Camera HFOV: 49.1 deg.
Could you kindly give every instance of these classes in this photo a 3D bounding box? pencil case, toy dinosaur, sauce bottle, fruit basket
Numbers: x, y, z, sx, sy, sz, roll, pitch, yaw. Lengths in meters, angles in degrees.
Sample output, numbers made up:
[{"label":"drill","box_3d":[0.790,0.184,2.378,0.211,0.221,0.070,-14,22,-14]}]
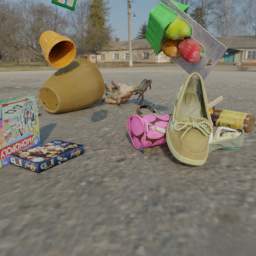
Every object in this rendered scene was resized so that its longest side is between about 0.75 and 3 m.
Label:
[{"label":"pencil case","box_3d":[1.274,-0.006,8.053,2.487,1.129,1.165,-9,-16,-26]},{"label":"toy dinosaur","box_3d":[-0.199,-1.731,14.675,1.954,1.237,2.883,1,-5,-39]},{"label":"sauce bottle","box_3d":[3.498,-0.326,10.126,0.663,0.663,2.009,-12,18,-39]},{"label":"fruit basket","box_3d":[1.712,-2.651,8.519,2.436,1.142,2.256,38,-14,8]}]

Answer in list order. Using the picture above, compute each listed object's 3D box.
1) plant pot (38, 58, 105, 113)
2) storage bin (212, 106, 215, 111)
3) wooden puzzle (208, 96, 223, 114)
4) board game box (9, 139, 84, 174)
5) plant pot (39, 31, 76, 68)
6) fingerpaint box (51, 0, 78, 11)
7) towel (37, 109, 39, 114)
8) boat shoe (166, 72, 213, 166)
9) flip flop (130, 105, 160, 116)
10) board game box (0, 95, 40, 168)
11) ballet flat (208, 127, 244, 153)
[{"label":"plant pot","box_3d":[-2.749,-1.741,12.851,2.398,2.398,2.573,8,28,28]},{"label":"storage bin","box_3d":[3.301,-0.784,11.983,0.397,0.573,0.847,-5,15,-15]},{"label":"wooden puzzle","box_3d":[2.252,-0.478,10.094,2.017,0.467,1.868,-18,6,42]},{"label":"board game box","box_3d":[-2.005,0.662,7.041,1.031,0.263,1.522,9,17,31]},{"label":"plant pot","box_3d":[-2.949,-3.280,11.317,1.276,1.276,1.168,-15,52,-44]},{"label":"fingerpaint box","box_3d":[-0.792,-2.480,4.105,0.397,1.083,0.904,14,54,-16]},{"label":"towel","box_3d":[-5.382,-0.557,11.622,2.777,0.331,2.011,-13,17,-39]},{"label":"boat shoe","box_3d":[1.631,-0.327,7.174,1.066,0.919,2.923,14,42,5]},{"label":"flip flop","box_3d":[0.680,-0.609,10.964,0.863,0.612,2.127,-5,4,-14]},{"label":"board game box","box_3d":[-2.945,0.077,6.865,0.323,1.495,2.222,3,15,15]},{"label":"ballet flat","box_3d":[2.299,0.297,7.647,2.039,0.650,0.687,-6,21,-21]}]
